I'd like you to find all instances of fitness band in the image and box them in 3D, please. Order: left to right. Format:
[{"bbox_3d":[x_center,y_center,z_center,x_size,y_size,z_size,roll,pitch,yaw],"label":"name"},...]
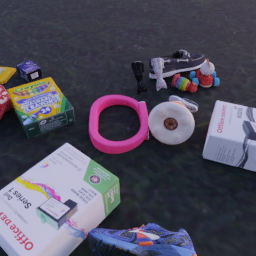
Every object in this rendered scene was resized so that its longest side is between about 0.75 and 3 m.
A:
[{"bbox_3d":[-0.315,-0.239,9.537,2.003,0.522,2.789,-2,41,-2],"label":"fitness band"}]

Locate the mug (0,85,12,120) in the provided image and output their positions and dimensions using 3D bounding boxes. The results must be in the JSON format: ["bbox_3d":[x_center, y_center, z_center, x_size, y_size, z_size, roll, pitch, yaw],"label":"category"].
[{"bbox_3d":[-4.983,-0.597,9.690,1.762,1.175,1.564,-30,91,-34],"label":"mug"}]

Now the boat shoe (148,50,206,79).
[{"bbox_3d":[2.144,-2.892,12.029,2.889,0.872,1.067,-18,27,-18],"label":"boat shoe"}]

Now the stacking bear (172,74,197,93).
[{"bbox_3d":[2.284,-1.724,11.142,0.966,0.549,0.586,27,24,18],"label":"stacking bear"}]

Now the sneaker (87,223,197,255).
[{"bbox_3d":[0.302,2.619,6.286,2.472,0.931,0.970,10,32,1],"label":"sneaker"}]

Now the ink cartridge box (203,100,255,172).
[{"bbox_3d":[3.742,0.290,8.539,2.513,1.052,1.823,14,44,15],"label":"ink cartridge box"}]

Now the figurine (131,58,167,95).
[{"bbox_3d":[0.860,-2.018,10.969,1.288,1.256,0.554,-10,6,0],"label":"figurine"}]

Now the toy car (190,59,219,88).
[{"bbox_3d":[3.160,-2.329,11.344,1.048,1.137,1.006,-1,43,-1],"label":"toy car"}]

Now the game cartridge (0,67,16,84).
[{"bbox_3d":[-5.641,-2.288,11.991,1.266,0.205,1.116,5,43,7],"label":"game cartridge"}]

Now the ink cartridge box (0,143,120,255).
[{"bbox_3d":[-1.791,1.876,6.758,1.950,1.131,2.693,29,50,28],"label":"ink cartridge box"}]

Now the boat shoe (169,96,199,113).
[{"bbox_3d":[2.076,-0.911,10.414,1.125,0.405,0.399,28,40,13],"label":"boat shoe"}]

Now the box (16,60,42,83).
[{"bbox_3d":[-4.213,-2.419,11.925,0.922,0.481,0.682,34,53,30],"label":"box"}]

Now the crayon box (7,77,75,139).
[{"bbox_3d":[-3.240,-0.927,10.146,1.687,0.692,2.683,-22,47,-23],"label":"crayon box"}]

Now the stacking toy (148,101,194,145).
[{"bbox_3d":[1.579,-0.474,9.425,1.444,1.444,1.976,13,29,13],"label":"stacking toy"}]
